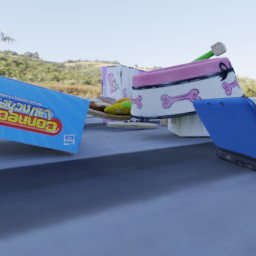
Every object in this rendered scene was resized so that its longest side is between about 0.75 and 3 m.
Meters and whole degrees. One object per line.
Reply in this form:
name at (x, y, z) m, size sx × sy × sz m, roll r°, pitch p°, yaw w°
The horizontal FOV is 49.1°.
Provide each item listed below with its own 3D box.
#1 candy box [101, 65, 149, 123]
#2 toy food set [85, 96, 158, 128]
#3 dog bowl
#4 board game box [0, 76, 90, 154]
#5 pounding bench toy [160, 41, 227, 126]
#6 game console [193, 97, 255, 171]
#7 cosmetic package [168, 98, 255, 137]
candy box at (-0.016, -1.173, 10.146) m, size 0.822 × 1.927 × 2.297 m, roll 2°, pitch 5°, yaw 28°
toy food set at (-0.536, -0.653, 7.720) m, size 1.817 × 0.528 × 2.632 m, roll 1°, pitch 18°, yaw -41°
dog bowl at (1.006, -0.785, 5.222) m, size 2.097 × 0.773 × 2.097 m, roll -11°, pitch 12°, yaw 2°
board game box at (-1.938, -0.371, 3.880) m, size 2.305 × 0.658 × 2.354 m, roll 13°, pitch 1°, yaw -21°
pounding bench toy at (1.930, -1.296, 8.446) m, size 1.908 × 2.447 × 1.520 m, roll 3°, pitch 5°, yaw 25°
game console at (1.280, 0.046, 2.695) m, size 0.984 × 0.682 × 1.153 m, roll -2°, pitch 5°, yaw -9°
cosmetic package at (1.857, -0.249, 5.685) m, size 1.916 × 0.777 × 1.081 m, roll -2°, pitch 6°, yaw -7°
